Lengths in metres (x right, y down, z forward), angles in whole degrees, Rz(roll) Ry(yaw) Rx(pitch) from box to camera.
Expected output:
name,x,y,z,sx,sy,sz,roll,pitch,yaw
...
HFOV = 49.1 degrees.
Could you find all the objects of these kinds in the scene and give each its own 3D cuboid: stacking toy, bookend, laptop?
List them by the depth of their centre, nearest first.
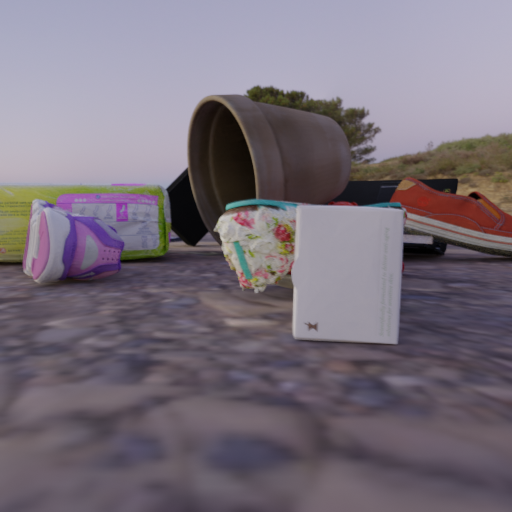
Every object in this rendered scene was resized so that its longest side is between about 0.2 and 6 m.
name,x,y,z,sx,sy,sz,roll,pitch,yaw
stacking toy,1.996,-0.545,9.098,1.693,0.715,1.532,4,-3,-4
laptop,2.030,-0.832,9.987,2.596,2.929,1.513,3,-39,27
bookend,-0.793,-0.942,12.469,2.439,2.423,1.123,45,-9,-16

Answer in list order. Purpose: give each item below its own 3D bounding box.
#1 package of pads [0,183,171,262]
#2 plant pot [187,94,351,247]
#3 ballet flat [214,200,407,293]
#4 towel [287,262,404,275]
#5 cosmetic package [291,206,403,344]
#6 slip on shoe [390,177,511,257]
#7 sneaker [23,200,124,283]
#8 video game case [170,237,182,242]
name,x,y,z,sx,sy,sz,roll,pitch,yaw
package of pads,-3.101,-0.519,8.921,3.382,1.153,2.613,-2,3,-12
plant pot,0.304,-1.522,9.439,2.170,2.501,2.501,-15,11,-28
ballet flat,0.647,-0.096,5.545,2.612,0.835,0.988,-5,-4,-43
towel,0.912,0.012,7.696,1.839,0.286,2.543,1,4,4
cosmetic package,0.647,0.052,3.872,0.637,0.808,1.501,3,6,10
slip on shoe,3.478,-0.541,8.710,2.935,0.898,1.087,14,-3,-1
sneaker,-2.133,-0.134,6.534,0.992,0.902,2.244,5,6,-28
video game case,-2.587,-0.413,14.192,1.205,0.114,0.860,0,4,16
